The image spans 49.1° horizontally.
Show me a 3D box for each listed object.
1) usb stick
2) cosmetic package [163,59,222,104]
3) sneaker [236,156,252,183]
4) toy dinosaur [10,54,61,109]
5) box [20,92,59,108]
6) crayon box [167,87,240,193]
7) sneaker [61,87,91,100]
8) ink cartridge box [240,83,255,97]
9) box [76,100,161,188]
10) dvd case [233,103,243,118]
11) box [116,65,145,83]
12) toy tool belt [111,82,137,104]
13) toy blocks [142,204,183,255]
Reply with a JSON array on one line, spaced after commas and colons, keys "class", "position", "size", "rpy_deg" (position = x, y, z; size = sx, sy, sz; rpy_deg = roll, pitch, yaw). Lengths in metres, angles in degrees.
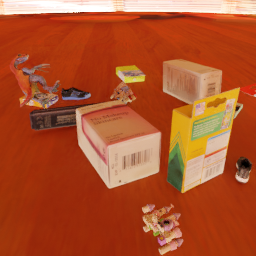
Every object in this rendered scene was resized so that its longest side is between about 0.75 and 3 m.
[{"class": "usb stick", "position": [-2.031, -0.458, 10.283], "size": [2.979, 0.826, 0.486], "rpy_deg": [-9, 39, -23]}, {"class": "cosmetic package", "position": [2.720, -2.036, 12.391], "size": [1.045, 1.547, 2.941], "rpy_deg": [-13, 28, -20]}, {"class": "sneaker", "position": [3.328, 1.040, 7.960], "size": [0.397, 0.541, 1.196], "rpy_deg": [17, 28, 17]}, {"class": "toy dinosaur", "position": [-4.048, -2.127, 11.329], "size": [2.671, 1.545, 2.943], "rpy_deg": [35, 12, 10]}, {"class": "box", "position": [-3.893, -1.266, 12.508], "size": [1.548, 0.321, 0.922], "rpy_deg": [11, 30, 16]}, {"class": "crayon box", "position": [1.916, 0.234, 7.324], "size": [1.642, 2.612, 0.674], "rpy_deg": [-17, 33, -30]}, {"class": "sneaker", "position": [-2.405, -1.628, 12.933], "size": [1.331, 0.519, 0.467], "rpy_deg": [-5, 28, -9]}, {"class": "ink cartridge box", "position": [7.001, -1.875, 13.281], "size": [2.111, 0.623, 2.638], "rpy_deg": [-18, 35, -30]}, {"class": "box", "position": [-0.374, 0.334, 8.402], "size": [1.635, 1.394, 2.558], "rpy_deg": [-14, 32, -24]}, {"class": "dvd case", "position": [3.833, -0.918, 11.971], "size": [1.788, 0.197, 1.305], "rpy_deg": [16, 32, 30]}, {"class": "box", "position": [0.139, -2.967, 15.452], "size": [1.160, 0.453, 1.903], "rpy_deg": [-9, 30, -15]}, {"class": "toy tool belt", "position": [-0.235, -1.375, 12.322], "size": [0.907, 0.922, 1.477], "rpy_deg": [-37, 31, -1]}, {"class": "toy blocks", "position": [0.826, 1.975, 5.906], "size": [0.771, 0.916, 0.856], "rpy_deg": [-19, 33, -20]}]
